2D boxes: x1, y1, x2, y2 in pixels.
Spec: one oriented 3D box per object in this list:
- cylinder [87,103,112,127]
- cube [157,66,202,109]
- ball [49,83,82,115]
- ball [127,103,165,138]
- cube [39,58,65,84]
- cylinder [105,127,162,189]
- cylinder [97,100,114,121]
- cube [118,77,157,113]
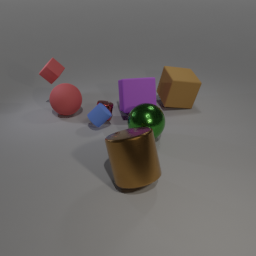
[{"bbox_3d":[-1.137,-0.511,11.155,0.700,0.700,0.700,-42,29,11],"label":"cylinder"},{"bbox_3d":[2.311,-1.879,12.965,1.400,1.400,1.400,3,37,-16],"label":"cube"},{"bbox_3d":[-2.715,-1.254,12.265,1.400,1.400,1.400,0,29,0],"label":"ball"},{"bbox_3d":[0.678,-0.227,10.359,1.400,1.400,1.400,0,29,0],"label":"ball"},{"bbox_3d":[-3.362,-2.523,12.393,0.700,0.700,0.700,-30,29,40],"label":"cube"},{"bbox_3d":[0.157,0.815,8.086,1.400,1.400,1.400,-12,11,2],"label":"cylinder"},{"bbox_3d":[-1.013,-0.748,11.920,0.700,0.700,0.700,11,19,-4],"label":"cylinder"},{"bbox_3d":[0.380,-1.448,12.225,1.400,1.400,1.400,-5,8,-9],"label":"cube"}]
